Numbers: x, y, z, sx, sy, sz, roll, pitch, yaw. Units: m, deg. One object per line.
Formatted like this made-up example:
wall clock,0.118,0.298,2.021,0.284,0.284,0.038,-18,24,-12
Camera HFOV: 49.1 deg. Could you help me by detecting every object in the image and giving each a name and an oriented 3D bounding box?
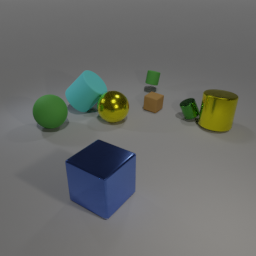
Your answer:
ball,-3.196,-0.677,11.538,1.400,1.400,1.400,0,29,0
cylinder,2.707,-0.849,12.298,0.700,0.700,0.700,-23,24,11
cylinder,1.348,-2.720,15.179,0.700,0.700,0.700,10,16,-3
cube,1.219,-1.232,13.342,0.700,0.700,0.700,22,35,28
cube,-0.724,1.381,7.885,1.400,1.400,1.400,18,34,30
ball,-0.641,-0.922,12.170,1.400,1.400,1.400,0,29,0
cylinder,-1.920,-1.683,12.914,1.400,1.400,1.400,36,31,-26
cylinder,3.737,-0.757,11.672,1.400,1.400,1.400,3,23,-1
